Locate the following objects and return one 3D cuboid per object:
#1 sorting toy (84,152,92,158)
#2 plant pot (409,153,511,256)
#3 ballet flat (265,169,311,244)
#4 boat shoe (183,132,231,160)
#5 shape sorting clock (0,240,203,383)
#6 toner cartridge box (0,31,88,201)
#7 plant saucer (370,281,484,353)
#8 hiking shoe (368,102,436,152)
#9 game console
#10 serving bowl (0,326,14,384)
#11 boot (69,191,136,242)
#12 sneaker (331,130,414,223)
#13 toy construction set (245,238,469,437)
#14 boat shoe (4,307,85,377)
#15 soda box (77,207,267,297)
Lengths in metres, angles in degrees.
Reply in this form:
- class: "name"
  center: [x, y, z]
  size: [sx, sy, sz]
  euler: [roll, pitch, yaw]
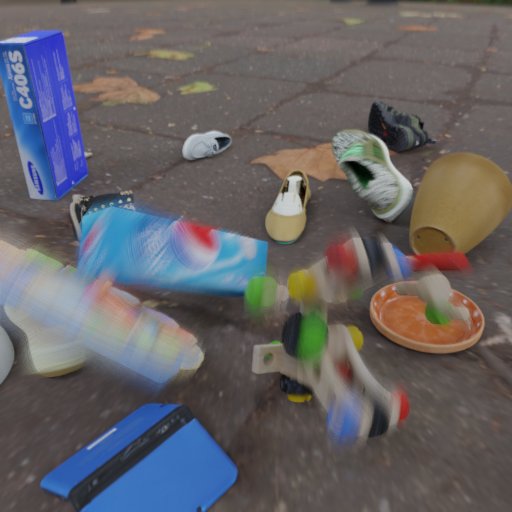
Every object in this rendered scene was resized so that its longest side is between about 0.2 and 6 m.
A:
- class: "sorting toy"
  center: [-4.811, -2.481, 13.811]
  size: [1.143, 0.208, 1.058]
  euler: [16, 34, 26]
- class: "plant pot"
  center: [3.331, -0.669, 9.631]
  size: [1.599, 1.599, 1.716]
  euler: [19, 46, 29]
- class: "ballet flat"
  center: [0.624, -1.044, 10.882]
  size: [0.774, 0.711, 2.255]
  euler: [5, 31, 8]
- class: "boat shoe"
  center: [-1.179, -2.758, 13.928]
  size: [0.576, 0.565, 1.619]
  euler: [12, 29, 28]
- class: "shape sorting clock"
  center: [-1.946, 0.531, 6.639]
  size: [3.001, 3.001, 0.589]
  euler: [28, 85, 39]
- class: "toner cartridge box"
  center: [-4.351, -2.882, 11.593]
  size: [0.678, 3.140, 1.491]
  euler: [5, 30, 11]
- class: "plant saucer"
  center: [2.431, 0.886, 8.069]
  size: [1.576, 0.254, 1.576]
  euler: [1, 31, 0]
- class: "hiking shoe"
  center: [3.812, -3.415, 14.933]
  size: [1.161, 0.874, 2.307]
  euler: [-1, 39, -17]
- class: "game console"
  center: [-1.196, 2.298, 5.780]
  size: [1.275, 0.884, 1.494]
  euler: [-14, 12, 48]
- class: "serving bowl"
  center: [-4.209, 1.237, 7.056]
  size: [2.058, 0.677, 2.058]
  euler: [1, 31, 0]
- class: "boot"
  center: [-2.898, -0.811, 10.656]
  size: [1.191, 0.579, 1.581]
  euler: [-8, 25, -12]
- class: "sneaker"
  center: [2.073, -1.851, 11.140]
  size: [1.200, 1.042, 2.709]
  euler: [23, 27, -38]
- class: "toy construction set"
  center: [0.970, 0.700, 6.436]
  size: [2.459, 2.051, 1.890]
  euler: [-28, 12, -28]
- class: "boat shoe"
  center: [-2.965, 0.653, 7.773]
  size: [0.871, 0.782, 2.355]
  euler: [-16, 37, -33]
- class: "soda box"
  center: [-1.055, 0.021, 7.650]
  size: [2.513, 0.806, 0.852]
  euler: [11, -13, -39]
